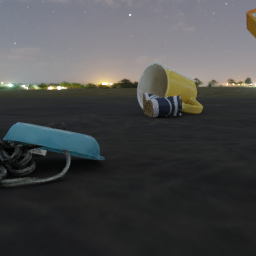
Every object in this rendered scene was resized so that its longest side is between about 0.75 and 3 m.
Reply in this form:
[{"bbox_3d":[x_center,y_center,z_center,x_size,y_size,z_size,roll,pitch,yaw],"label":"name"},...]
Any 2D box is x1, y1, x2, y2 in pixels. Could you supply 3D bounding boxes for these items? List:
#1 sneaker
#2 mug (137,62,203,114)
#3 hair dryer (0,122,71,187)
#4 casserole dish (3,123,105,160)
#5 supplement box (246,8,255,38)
[{"bbox_3d":[1.268,-0.886,10.494,1.251,0.808,2.305,-6,15,-5],"label":"sneaker"},{"bbox_3d":[1.905,-1.393,12.193,2.144,2.612,2.092,5,-29,-35],"label":"mug"},{"bbox_3d":[-2.106,0.087,3.473,2.774,0.753,2.112,-2,8,-9],"label":"hair dryer"},{"bbox_3d":[-0.884,0.169,3.465,1.259,0.244,0.763,10,-11,2],"label":"casserole dish"},{"bbox_3d":[3.462,-2.400,6.858,0.549,0.531,1.595,-16,45,9],"label":"supplement box"}]
